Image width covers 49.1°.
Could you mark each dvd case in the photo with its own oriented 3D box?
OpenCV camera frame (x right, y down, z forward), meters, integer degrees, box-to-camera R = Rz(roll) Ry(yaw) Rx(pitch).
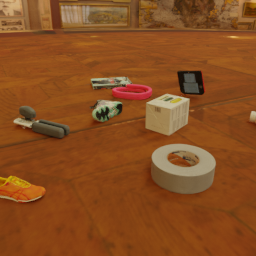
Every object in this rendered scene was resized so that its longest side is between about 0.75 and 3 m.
[{"bbox_3d":[-0.866,-2.318,14.360,1.973,0.217,1.440,-4,25,-10],"label":"dvd case"}]

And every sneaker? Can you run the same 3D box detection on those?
[{"bbox_3d":[-2.398,1.295,6.041,1.239,0.478,0.452,4,23,6],"label":"sneaker"},{"bbox_3d":[-1.058,-0.673,10.333,1.116,0.620,1.595,14,18,31],"label":"sneaker"}]

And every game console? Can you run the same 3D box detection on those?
[{"bbox_3d":[2.758,-1.979,12.258,1.241,1.098,0.193,10,39,44],"label":"game console"}]

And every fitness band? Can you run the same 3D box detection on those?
[{"bbox_3d":[0.187,-1.659,12.753,1.832,0.343,1.316,7,25,18],"label":"fitness band"}]

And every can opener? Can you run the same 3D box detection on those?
[{"bbox_3d":[-2.865,-0.169,9.116,2.114,0.703,0.557,17,28,24],"label":"can opener"}]

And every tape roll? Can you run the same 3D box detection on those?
[{"bbox_3d":[1.315,0.942,6.779,1.506,0.498,1.506,0,23,0],"label":"tape roll"}]

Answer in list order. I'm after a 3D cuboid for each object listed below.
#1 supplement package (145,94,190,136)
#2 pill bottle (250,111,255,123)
[{"bbox_3d":[1.326,-0.481,9.393,0.945,0.938,1.246,18,30,35],"label":"supplement package"},{"bbox_3d":[4.673,-0.323,9.593,0.886,0.492,0.492,13,27,26],"label":"pill bottle"}]
